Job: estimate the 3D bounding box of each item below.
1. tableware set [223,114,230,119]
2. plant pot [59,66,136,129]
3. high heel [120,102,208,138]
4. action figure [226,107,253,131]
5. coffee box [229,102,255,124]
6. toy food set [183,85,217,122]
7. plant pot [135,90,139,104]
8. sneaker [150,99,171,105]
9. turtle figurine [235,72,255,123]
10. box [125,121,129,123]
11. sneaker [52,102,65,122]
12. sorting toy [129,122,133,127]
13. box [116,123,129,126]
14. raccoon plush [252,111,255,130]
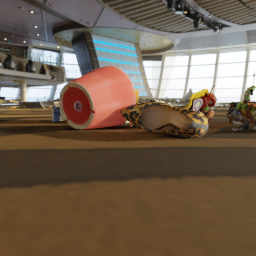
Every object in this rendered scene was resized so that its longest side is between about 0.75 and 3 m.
[{"bbox_3d":[5.332,-0.406,13.680,0.918,0.278,1.389,11,6,-26],"label":"tableware set"},{"bbox_3d":[-1.192,-1.002,10.294,2.360,2.360,2.088,3,17,34],"label":"plant pot"},{"bbox_3d":[0.885,-0.327,8.079,2.816,1.005,2.007,11,2,16],"label":"high heel"},{"bbox_3d":[3.715,-0.209,9.434,0.534,1.047,0.622,-38,13,30],"label":"action figure"},{"bbox_3d":[5.468,-0.672,12.328,1.778,1.017,0.709,1,5,6],"label":"coffee box"},{"bbox_3d":[2.758,-0.657,10.604,2.570,1.512,0.839,-25,59,-40],"label":"toy food set"},{"bbox_3d":[-0.102,-1.607,14.434,1.198,1.308,1.308,10,3,-9],"label":"plant pot"},{"bbox_3d":[1.830,-0.990,14.730,1.305,1.093,2.949,-5,4,6],"label":"sneaker"},{"bbox_3d":[5.386,-1.037,10.893,2.258,1.625,2.190,-32,31,-6],"label":"turtle figurine"},{"bbox_3d":[-0.430,-0.604,13.455,1.232,0.677,1.401,3,6,37],"label":"box"},{"bbox_3d":[-3.257,-0.769,14.671,1.391,0.973,2.408,3,11,-13],"label":"sneaker"},{"bbox_3d":[0.857,-0.187,11.358,1.584,0.289,1.467,-5,5,-1],"label":"sorting toy"},{"bbox_3d":[-0.420,-0.172,11.712,0.793,0.128,0.480,5,7,33],"label":"box"},{"bbox_3d":[5.103,-0.119,9.492,1.883,0.911,1.262,30,-26,-29],"label":"raccoon plush"}]
